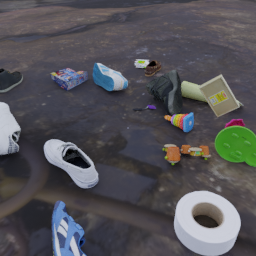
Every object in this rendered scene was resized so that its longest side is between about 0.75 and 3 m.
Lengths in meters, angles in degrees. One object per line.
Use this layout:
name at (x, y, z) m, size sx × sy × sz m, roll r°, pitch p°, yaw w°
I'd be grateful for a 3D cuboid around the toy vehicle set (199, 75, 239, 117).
toy vehicle set at (3.400, -1.166, 10.437) m, size 0.903 × 1.453 × 0.193 m, roll -27°, pitch 24°, yaw 28°

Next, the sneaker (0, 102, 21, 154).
sneaker at (-4.651, 0.011, 10.589) m, size 1.146 × 1.088 × 2.847 m, roll 3°, pitch 37°, yaw -19°

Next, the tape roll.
tape roll at (2.042, 2.439, 7.336) m, size 1.638 × 0.573 × 1.638 m, roll -1°, pitch 35°, yaw 0°

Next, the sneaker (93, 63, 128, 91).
sneaker at (-0.996, -2.580, 14.295) m, size 1.025 × 0.971 × 2.538 m, roll -7°, pitch 36°, yaw -34°

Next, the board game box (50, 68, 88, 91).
board game box at (-2.968, -2.633, 14.632) m, size 1.552 × 0.479 × 1.553 m, roll -27°, pitch 43°, yaw -34°

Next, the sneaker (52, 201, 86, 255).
sneaker at (-1.498, 2.649, 6.986) m, size 0.787 × 0.708 × 1.914 m, roll -5°, pitch 40°, yaw -16°

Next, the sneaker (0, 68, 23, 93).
sneaker at (-6.004, -2.676, 14.208) m, size 0.725 × 1.030 × 1.939 m, roll 5°, pitch 35°, yaw 7°

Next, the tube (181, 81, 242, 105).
tube at (3.763, -1.447, 12.755) m, size 2.843 × 0.738 × 0.825 m, roll 19°, pitch 50°, yaw 24°

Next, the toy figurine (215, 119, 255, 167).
toy figurine at (4.063, 0.353, 9.990) m, size 1.806 × 1.356 × 1.663 m, roll 31°, pitch 31°, yaw 5°

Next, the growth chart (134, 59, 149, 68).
growth chart at (0.833, -3.813, 16.641) m, size 0.941 × 0.115 × 1.300 m, roll 1°, pitch 34°, yaw 4°

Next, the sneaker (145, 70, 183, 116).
sneaker at (1.576, -1.423, 12.463) m, size 1.548 × 1.033 × 2.702 m, roll -17°, pitch 44°, yaw 23°

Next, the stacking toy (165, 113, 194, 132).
stacking toy at (1.991, -0.314, 11.316) m, size 1.222 × 0.671 × 0.709 m, roll 16°, pitch 33°, yaw 39°

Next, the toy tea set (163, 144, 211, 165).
toy tea set at (2.019, 0.944, 9.649) m, size 1.662 × 0.615 × 0.988 m, roll 2°, pitch 6°, yaw 8°

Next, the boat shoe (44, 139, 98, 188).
boat shoe at (-1.911, 0.901, 9.255) m, size 2.667 × 0.872 × 0.981 m, roll 28°, pitch 44°, yaw 34°

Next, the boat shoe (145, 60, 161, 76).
boat shoe at (1.453, -3.485, 15.747) m, size 0.611 × 0.611 × 1.737 m, roll 13°, pitch 36°, yaw 20°

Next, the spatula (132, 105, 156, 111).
spatula at (0.715, -0.875, 12.449) m, size 1.102 × 0.113 × 0.311 m, roll -10°, pitch 36°, yaw -15°
